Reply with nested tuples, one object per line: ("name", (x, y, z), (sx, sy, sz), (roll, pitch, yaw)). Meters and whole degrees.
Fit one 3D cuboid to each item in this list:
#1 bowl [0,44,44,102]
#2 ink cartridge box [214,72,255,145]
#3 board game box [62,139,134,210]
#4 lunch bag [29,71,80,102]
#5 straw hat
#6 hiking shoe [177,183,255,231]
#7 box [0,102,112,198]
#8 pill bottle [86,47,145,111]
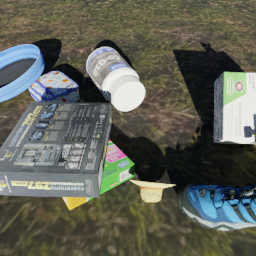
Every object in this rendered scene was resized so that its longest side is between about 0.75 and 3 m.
("bowl", (-4.306, -1.951, 10.017), (2.840, 0.557, 2.840), (-12, 44, 12))
("ink cartridge box", (3.717, -0.475, 7.580), (2.530, 1.832, 1.062), (2, -6, 3))
("board game box", (-1.227, 0.763, 7.197), (1.789, 0.471, 2.338), (-24, 43, -27))
("lunch bag", (-2.604, -1.296, 9.719), (1.442, 0.680, 1.799), (-27, 44, -29))
("straw hat", (0.523, 1.443, 6.301), (1.066, 1.066, 0.451), (5, 80, 6))
("hiking shoe", (2.473, 1.446, 5.666), (2.872, 1.245, 1.068), (9, 38, 11))
("box", (-1.615, 0.346, 6.646), (2.239, 0.724, 2.839), (1, 34, 1))
("pill bottle", (-0.439, -1.690, 9.593), (1.350, 1.350, 2.374), (-16, 45, -20))
